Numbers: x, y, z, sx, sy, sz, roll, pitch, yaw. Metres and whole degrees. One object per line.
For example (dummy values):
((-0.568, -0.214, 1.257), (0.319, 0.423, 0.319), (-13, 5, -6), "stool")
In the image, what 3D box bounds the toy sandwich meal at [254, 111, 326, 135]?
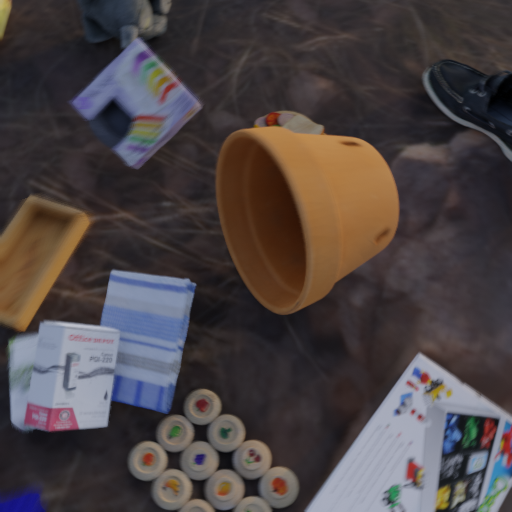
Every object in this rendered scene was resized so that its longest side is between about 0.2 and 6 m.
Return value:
((0.542, -2.138, 9.742), (1.309, 0.448, 1.309), (0, 60, 0), "toy sandwich meal")

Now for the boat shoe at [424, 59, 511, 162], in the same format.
((4.249, -2.619, 9.668), (1.182, 1.049, 3.163), (-27, 64, -15), "boat shoe")

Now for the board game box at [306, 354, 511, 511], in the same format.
((1.976, 2.802, 6.894), (1.757, 0.482, 2.783), (36, 66, 19), "board game box")

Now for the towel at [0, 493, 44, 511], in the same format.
((-3.303, 3.752, 6.033), (2.215, 0.549, 1.636), (-16, 71, -20), "towel")

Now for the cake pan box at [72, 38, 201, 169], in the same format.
((-1.997, -2.482, 9.298), (1.623, 0.424, 1.495), (-42, 86, 4), "cake pan box")

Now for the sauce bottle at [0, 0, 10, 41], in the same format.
((-5.301, -4.351, 10.873), (0.701, 0.701, 2.124), (-2, 59, -1), "sauce bottle")

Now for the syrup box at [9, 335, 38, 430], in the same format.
((-2.998, 1.692, 7.537), (0.457, 0.473, 1.161), (-13, 62, -7), "syrup box")

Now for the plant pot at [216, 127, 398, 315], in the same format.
((0.755, -0.629, 7.850), (1.765, 2.522, 2.522), (-16, 61, -25), "plant pot")

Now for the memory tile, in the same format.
((-0.559, 2.772, 7.104), (1.926, 0.162, 1.476), (41, 68, 20), "memory tile")

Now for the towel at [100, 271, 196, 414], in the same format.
((-1.572, 1.113, 7.540), (1.315, 0.213, 1.791), (8, 83, 19), "towel")

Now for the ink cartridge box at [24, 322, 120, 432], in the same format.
((-2.308, 1.514, 7.113), (0.539, 0.926, 1.272), (-2, 79, 35), "ink cartridge box")

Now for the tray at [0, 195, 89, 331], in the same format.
((-3.485, 0.068, 8.535), (0.982, 0.369, 1.992), (17, 61, 10), "tray")

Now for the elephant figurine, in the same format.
((-2.934, -4.931, 10.937), (2.207, 1.562, 1.713), (14, 20, 16), "elephant figurine")
